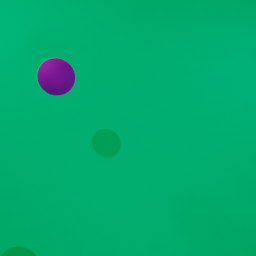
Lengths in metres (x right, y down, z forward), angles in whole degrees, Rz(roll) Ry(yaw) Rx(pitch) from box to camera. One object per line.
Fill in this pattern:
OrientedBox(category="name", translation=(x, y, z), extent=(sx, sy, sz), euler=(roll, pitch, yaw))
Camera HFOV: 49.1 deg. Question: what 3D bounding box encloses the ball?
OrientedBox(category="ball", translation=(-1.521, -1.083, 5.960), extent=(0.793, 0.793, 0.793), euler=(0, 74, 0))
